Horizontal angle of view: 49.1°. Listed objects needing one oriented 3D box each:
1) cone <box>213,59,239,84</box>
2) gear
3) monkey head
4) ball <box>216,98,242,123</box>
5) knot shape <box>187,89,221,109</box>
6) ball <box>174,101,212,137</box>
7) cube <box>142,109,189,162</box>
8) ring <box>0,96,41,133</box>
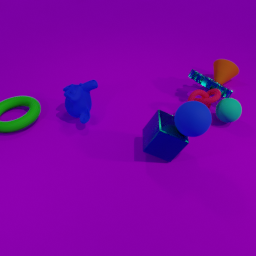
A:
[{"bbox_3d":[3.523,-1.894,10.662,1.021,1.021,1.025,24,74,25],"label":"cone"},{"bbox_3d":[2.867,-1.548,9.778,1.580,0.292,1.580,26,18,-9],"label":"gear"},{"bbox_3d":[-1.439,-0.930,8.992,1.257,1.053,1.748,-23,35,-2],"label":"monkey head"},{"bbox_3d":[3.131,-0.551,8.734,0.767,0.767,0.767,0,40,0],"label":"ball"},{"bbox_3d":[2.432,-0.911,8.951,1.089,1.164,0.538,-24,74,21],"label":"knot shape"},{"bbox_3d":[1.625,-0.225,7.028,0.909,0.909,0.909,0,40,0],"label":"ball"},{"bbox_3d":[0.985,0.216,7.572,0.889,0.889,0.889,22,39,-17],"label":"cube"},{"bbox_3d":[-3.658,-0.469,8.989,1.700,0.340,1.700,-5,41,4],"label":"ring"}]
